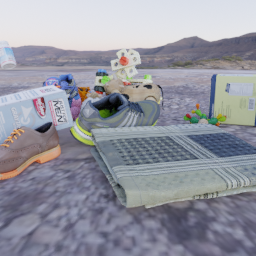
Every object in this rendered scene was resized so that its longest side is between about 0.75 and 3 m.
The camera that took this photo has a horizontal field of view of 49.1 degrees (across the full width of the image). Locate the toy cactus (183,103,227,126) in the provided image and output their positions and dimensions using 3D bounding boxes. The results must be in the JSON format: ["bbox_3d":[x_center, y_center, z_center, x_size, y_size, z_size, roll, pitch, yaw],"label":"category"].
[{"bbox_3d":[1.949,-0.224,7.117,1.074,0.549,0.886,12,26,13],"label":"toy cactus"}]

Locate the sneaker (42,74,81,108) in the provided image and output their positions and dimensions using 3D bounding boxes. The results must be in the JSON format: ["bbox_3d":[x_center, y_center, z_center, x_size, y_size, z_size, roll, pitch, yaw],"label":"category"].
[{"bbox_3d":[-2.243,-0.888,8.081,1.061,1.104,2.816,0,22,10],"label":"sneaker"}]

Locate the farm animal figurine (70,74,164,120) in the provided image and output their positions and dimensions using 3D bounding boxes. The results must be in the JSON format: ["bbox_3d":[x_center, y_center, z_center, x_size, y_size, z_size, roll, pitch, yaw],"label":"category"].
[{"bbox_3d":[-0.361,-0.867,7.898,2.027,1.262,2.511,10,17,36],"label":"farm animal figurine"}]

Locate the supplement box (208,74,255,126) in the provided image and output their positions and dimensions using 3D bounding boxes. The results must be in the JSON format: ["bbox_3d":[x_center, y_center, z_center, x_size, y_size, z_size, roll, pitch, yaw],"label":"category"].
[{"bbox_3d":[2.886,-0.792,7.559,1.281,1.283,0.861,5,15,20],"label":"supplement box"}]

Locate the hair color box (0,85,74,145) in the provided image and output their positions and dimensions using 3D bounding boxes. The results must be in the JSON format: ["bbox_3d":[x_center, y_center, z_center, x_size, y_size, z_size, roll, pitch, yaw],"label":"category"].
[{"bbox_3d":[-2.410,-0.153,5.316,2.441,0.740,1.208,-18,21,-21],"label":"hair color box"}]

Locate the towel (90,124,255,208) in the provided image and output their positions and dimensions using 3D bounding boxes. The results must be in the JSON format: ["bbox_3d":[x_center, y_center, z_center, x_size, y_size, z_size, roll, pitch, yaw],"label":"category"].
[{"bbox_3d":[0.837,0.479,4.520,2.723,0.470,2.622,-2,17,-16],"label":"towel"}]

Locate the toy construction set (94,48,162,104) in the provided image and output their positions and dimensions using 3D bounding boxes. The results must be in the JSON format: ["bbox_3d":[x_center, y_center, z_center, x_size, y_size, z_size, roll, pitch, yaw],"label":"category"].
[{"bbox_3d":[-0.013,-1.531,9.617,1.923,1.351,2.933,8,-13,20],"label":"toy construction set"}]

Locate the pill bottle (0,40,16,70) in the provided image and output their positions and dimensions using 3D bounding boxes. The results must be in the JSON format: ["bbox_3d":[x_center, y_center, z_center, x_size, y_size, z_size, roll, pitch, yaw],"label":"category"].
[{"bbox_3d":[-3.525,-2.108,8.085,0.417,0.766,0.417,-18,-11,-4],"label":"pill bottle"}]

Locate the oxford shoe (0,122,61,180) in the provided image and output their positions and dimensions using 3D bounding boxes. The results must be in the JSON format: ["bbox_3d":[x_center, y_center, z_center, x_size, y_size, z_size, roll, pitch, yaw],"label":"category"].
[{"bbox_3d":[-1.811,0.323,4.390,0.646,0.661,1.813,7,16,25],"label":"oxford shoe"}]

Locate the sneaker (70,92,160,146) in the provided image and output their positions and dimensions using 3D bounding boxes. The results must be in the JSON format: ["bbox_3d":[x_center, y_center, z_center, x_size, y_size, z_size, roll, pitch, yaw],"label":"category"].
[{"bbox_3d":[-0.078,-0.291,5.897,2.247,0.909,0.830,-18,60,-40],"label":"sneaker"}]

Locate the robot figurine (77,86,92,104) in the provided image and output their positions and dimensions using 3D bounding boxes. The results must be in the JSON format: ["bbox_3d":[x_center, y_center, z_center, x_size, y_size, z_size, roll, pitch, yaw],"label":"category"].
[{"bbox_3d":[-1.941,-1.208,10.562,1.593,0.640,2.197,2,14,1],"label":"robot figurine"}]
